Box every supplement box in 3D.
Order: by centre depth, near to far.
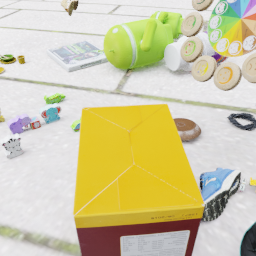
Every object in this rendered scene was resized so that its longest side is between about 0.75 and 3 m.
[{"bbox_3d":[0.043,1.137,4.588,1.488,2.242,2.211,-3,37,-4],"label":"supplement box"}]

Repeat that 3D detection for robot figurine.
[{"bbox_3d":[0.354,-3.274,10.931,2.956,1.710,2.594,-19,19,-23],"label":"robot figurine"},{"bbox_3d":[1.916,-5.108,13.821,2.033,1.176,1.784,15,18,20],"label":"robot figurine"}]

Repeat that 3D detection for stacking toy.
[{"bbox_3d":[-2.603,-0.308,7.912,2.568,0.603,1.936,-23,43,-29],"label":"stacking toy"}]

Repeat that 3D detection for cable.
[{"bbox_3d":[3.296,-0.192,8.114,0.850,0.216,0.694,10,43,9],"label":"cable"}]

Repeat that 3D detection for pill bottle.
[{"bbox_3d":[2.664,-2.952,10.813,2.395,1.335,1.335,-18,41,-22],"label":"pill bottle"}]

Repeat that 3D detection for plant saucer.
[{"bbox_3d":[1.458,-0.023,7.718,1.116,0.204,1.116,-1,28,1],"label":"plant saucer"}]

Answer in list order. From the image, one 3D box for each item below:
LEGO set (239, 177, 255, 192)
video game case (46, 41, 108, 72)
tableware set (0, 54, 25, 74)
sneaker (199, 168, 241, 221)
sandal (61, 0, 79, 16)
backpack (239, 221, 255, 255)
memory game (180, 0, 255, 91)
[{"bbox_3d":[2.933,1.355,6.003,1.017,0.379,0.468,24,77,22],"label":"LEGO set"},{"bbox_3d":[-2.105,-3.119,11.936,2.021,0.260,2.223,-23,42,-28],"label":"video game case"},{"bbox_3d":[-5.208,-2.562,11.136,2.173,0.334,1.464,-21,42,-26],"label":"tableware set"},{"bbox_3d":[1.734,1.328,5.843,0.697,0.614,1.563,16,34,41],"label":"sneaker"},{"bbox_3d":[-1.564,-3.177,7.261,0.341,0.380,1.037,15,32,-4],"label":"sandal"},{"bbox_3d":[2.499,2.081,4.109,1.202,1.378,1.567,-1,34,-29],"label":"backpack"},{"bbox_3d":[2.078,-2.059,5.261,0.176,2.768,2.768,10,24,-41],"label":"memory game"}]
